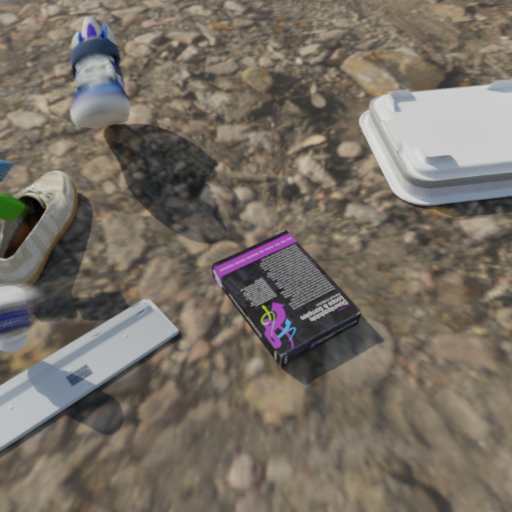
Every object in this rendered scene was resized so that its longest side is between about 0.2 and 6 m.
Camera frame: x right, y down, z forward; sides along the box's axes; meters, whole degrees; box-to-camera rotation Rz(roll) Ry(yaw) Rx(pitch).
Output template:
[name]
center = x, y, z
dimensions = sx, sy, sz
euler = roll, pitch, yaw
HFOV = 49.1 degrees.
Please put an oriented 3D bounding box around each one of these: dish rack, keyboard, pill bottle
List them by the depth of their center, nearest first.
[pill bottle]
center = -3.124, 0.812, 7.081
dimensions = 0.455, 0.759, 0.455
euler = 3, 28, -1
[keyboard]
center = -2.393, 1.523, 7.428
dimensions = 2.818, 0.150, 0.793
euler = -32, 60, -26
[dish rack]
center = 3.999, -2.323, 10.514
dimensions = 3.583, 0.780, 3.075
euler = -7, 49, -5

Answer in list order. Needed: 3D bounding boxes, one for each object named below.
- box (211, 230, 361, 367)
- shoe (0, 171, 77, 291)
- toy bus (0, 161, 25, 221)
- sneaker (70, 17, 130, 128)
[box]
center = 0.395, 0.547, 8.157
dimensions = 1.374, 0.347, 1.922
euler = -24, 51, -20
[shoe]
center = -3.505, -0.580, 8.925
dimensions = 0.875, 0.668, 2.503
euler = -1, 49, 6
[toy bus]
center = -4.621, -0.554, 8.452
dimensions = 2.170, 1.188, 2.300
euler = 23, 92, -2
[sneaker]
center = -2.910, -3.321, 9.961
dimensions = 1.040, 1.889, 2.580
euler = -14, 11, -6
